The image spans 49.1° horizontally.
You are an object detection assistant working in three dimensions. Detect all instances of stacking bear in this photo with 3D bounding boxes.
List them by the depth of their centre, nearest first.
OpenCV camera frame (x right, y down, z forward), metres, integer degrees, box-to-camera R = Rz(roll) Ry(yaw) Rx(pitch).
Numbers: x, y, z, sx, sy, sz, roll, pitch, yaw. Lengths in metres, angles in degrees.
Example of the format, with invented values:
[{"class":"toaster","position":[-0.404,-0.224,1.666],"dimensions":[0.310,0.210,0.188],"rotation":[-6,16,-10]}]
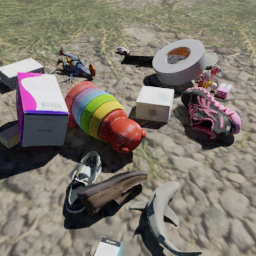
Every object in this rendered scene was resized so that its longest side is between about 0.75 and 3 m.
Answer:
[{"class":"stacking bear","position":[-0.738,-0.229,9.580],"dimensions":[1.807,1.692,2.976],"rotation":[-35,55,-28]}]

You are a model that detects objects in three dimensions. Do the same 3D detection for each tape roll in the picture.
[{"class":"tape roll","position":[2.434,-3.121,13.223],"dimensions":[2.456,0.811,2.456],"rotation":[-16,45,16]}]

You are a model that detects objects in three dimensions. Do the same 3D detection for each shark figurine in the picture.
[{"class":"shark figurine","position":[0.841,2.127,6.883],"dimensions":[1.464,1.023,2.450],"rotation":[-4,35,-4]}]

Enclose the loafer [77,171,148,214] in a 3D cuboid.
[{"class":"loafer","position":[-0.339,1.743,7.742],"dimensions":[2.164,0.768,0.790],"rotation":[-16,-2,-30]}]

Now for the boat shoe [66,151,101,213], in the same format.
[{"class":"boat shoe","position":[-1.281,1.479,8.033],"dimensions":[0.753,0.601,1.991],"rotation":[5,37,6]}]

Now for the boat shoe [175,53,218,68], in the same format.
[{"class":"boat shoe","position":[3.296,-3.367,14.576],"dimensions":[2.552,0.929,0.788],"rotation":[-3,-6,7]}]

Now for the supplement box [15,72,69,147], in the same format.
[{"class":"supplement box","position":[-3.069,-0.717,9.706],"dimensions":[1.368,1.397,2.703],"rotation":[1,37,-26]}]

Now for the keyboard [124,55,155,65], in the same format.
[{"class":"keyboard","position":[0.983,-3.707,15.270],"dimensions":[2.443,0.484,1.272],"rotation":[3,14,6]}]

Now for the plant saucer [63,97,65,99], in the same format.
[{"class":"plant saucer","position":[-3.055,-0.669,10.966],"dimensions":[1.591,0.286,1.591],"rotation":[1,50,-2]}]

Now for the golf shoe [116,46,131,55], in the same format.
[{"class":"golf shoe","position":[-0.305,-4.485,16.216],"dimensions":[0.928,0.337,0.427],"rotation":[20,42,24]}]

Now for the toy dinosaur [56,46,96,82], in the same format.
[{"class":"toy dinosaur","position":[-2.468,-3.233,14.033],"dimensions":[2.186,1.265,2.409],"rotation":[25,28,2]}]

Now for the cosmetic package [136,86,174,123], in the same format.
[{"class":"cosmetic package","position":[1.082,-0.979,11.152],"dimensions":[1.310,0.808,1.314],"rotation":[8,36,10]}]

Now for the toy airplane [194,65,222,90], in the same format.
[{"class":"toy airplane","position":[3.650,-2.112,12.285],"dimensions":[1.262,1.256,0.891],"rotation":[-19,57,-15]}]

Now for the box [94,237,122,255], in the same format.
[{"class":"box","position":[-0.550,3.058,6.179],"dimensions":[0.501,0.299,1.217],"rotation":[11,38,14]}]

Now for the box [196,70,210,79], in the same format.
[{"class":"box","position":[3.787,-2.646,13.890],"dimensions":[0.859,0.190,0.688],"rotation":[1,37,0]}]

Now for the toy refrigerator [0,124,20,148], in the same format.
[{"class":"toy refrigerator","position":[-3.855,0.169,9.940],"dimensions":[0.478,0.440,1.259],"rotation":[30,46,23]}]

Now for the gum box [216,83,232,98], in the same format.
[{"class":"gum box","position":[4.296,-1.686,12.523],"dimensions":[0.476,0.278,0.839],"rotation":[21,42,24]}]

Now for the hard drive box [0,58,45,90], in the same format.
[{"class":"hard drive box","position":[-5.083,-2.621,13.442],"dimensions":[1.745,0.670,1.360],"rotation":[-28,45,-32]}]

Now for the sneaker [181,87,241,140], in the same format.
[{"class":"sneaker","position":[2.744,-0.535,10.486],"dimensions":[1.372,1.137,2.877],"rotation":[-27,42,-15]}]
